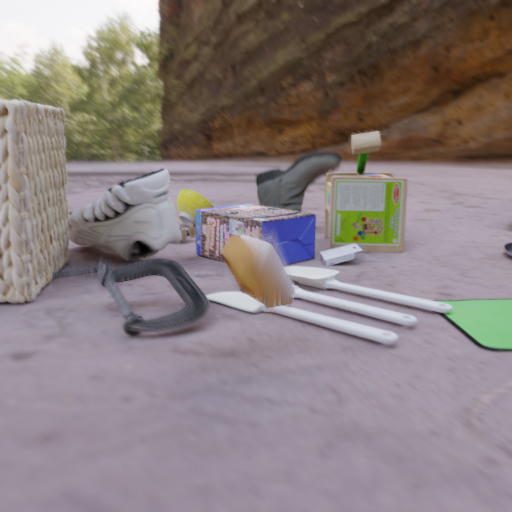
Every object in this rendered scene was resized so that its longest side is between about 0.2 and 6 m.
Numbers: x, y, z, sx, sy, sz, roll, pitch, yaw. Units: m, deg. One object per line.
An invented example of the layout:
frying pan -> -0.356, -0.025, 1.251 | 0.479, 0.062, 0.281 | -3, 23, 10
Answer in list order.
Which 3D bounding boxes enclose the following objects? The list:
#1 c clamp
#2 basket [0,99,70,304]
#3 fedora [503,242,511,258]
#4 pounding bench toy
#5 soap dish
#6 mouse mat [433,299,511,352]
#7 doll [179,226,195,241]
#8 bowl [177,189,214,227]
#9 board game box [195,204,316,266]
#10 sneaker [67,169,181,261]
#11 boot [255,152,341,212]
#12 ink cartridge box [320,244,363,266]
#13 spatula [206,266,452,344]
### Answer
c clamp -> -1.508, 0.494, 7.012 | 1.563, 0.248, 1.829 | -17, 33, -30
basket -> -4.332, -1.007, 8.493 | 2.408, 2.994, 2.967 | 0, 13, -7
fedora -> 5.527, -0.340, 10.412 | 1.644, 0.839, 1.859 | 1, 12, 4
pounding bench toy -> 2.230, -1.408, 11.740 | 1.468, 2.363, 1.843 | 1, 13, 3
soap dish -> -0.005, 0.157, 5.768 | 0.343, 0.665, 0.845 | -34, 21, -16
mouse mat -> 3.520, 0.809, 6.928 | 2.292, 0.086, 1.844 | -2, 12, -2
doll -> -1.843, -0.503, 12.438 | 0.836, 0.297, 1.225 | -22, 17, -41
bowl -> -1.613, -1.096, 14.189 | 1.113, 1.113, 0.599 | 11, 60, 41
board game box -> -0.026, -0.399, 10.547 | 1.453, 0.883, 1.823 | -12, 17, -43
sneaker -> -2.545, -0.485, 10.371 | 1.282, 1.383, 3.413 | -30, 11, -37
boot -> 0.988, -1.388, 12.945 | 2.311, 1.509, 0.782 | -17, -25, 30
ink cartridge box -> 1.560, -0.025, 10.254 | 0.705, 0.153, 0.693 | -13, 11, 2
spatula -> 0.981, 0.558, 7.614 | 2.935, 0.236, 2.041 | 9, 15, 42
